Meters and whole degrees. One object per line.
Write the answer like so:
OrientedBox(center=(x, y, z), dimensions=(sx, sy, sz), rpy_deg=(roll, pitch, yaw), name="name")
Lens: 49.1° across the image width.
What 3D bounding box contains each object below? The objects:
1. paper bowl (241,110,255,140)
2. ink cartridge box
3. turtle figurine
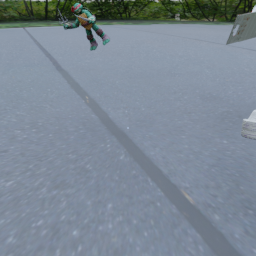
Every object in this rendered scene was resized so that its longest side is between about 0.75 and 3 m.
OrientedBox(center=(2.614, -0.049, 5.054), dimensions=(1.024, 0.533, 1.024), rpy_deg=(5, 7, -1), name="paper bowl")
OrientedBox(center=(3.834, -3.325, 8.908), dimensions=(1.442, 1.169, 0.361), rpy_deg=(-15, 60, -10), name="ink cartridge box")
OrientedBox(center=(-0.902, -2.228, 5.969), dimensions=(0.838, 1.119, 0.563), rpy_deg=(1, 52, 46), name="turtle figurine")
